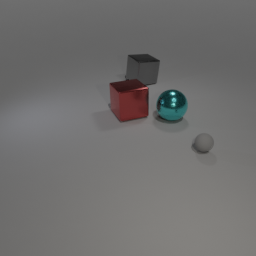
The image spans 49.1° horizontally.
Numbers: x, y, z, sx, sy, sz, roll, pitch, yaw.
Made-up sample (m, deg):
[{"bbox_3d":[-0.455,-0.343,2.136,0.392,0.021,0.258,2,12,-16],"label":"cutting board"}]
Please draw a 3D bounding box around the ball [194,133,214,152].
[{"bbox_3d":[2.823,0.537,10.389,0.700,0.700,0.700,0,31,0],"label":"ball"}]

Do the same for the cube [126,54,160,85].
[{"bbox_3d":[0.842,-3.431,16.357,1.400,1.400,1.400,-10,34,-26],"label":"cube"}]

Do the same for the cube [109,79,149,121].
[{"bbox_3d":[0.043,-1.311,12.863,1.400,1.400,1.400,-12,30,-18],"label":"cube"}]

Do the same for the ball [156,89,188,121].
[{"bbox_3d":[1.949,-1.012,12.435,1.400,1.400,1.400,0,31,0],"label":"ball"}]
